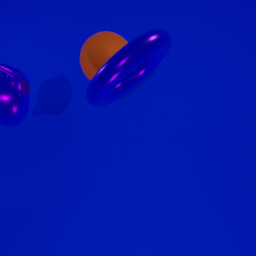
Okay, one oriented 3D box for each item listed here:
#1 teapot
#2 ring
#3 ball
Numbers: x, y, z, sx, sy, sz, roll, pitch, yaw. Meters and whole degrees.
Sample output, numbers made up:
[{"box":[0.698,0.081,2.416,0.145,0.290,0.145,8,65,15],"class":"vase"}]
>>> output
[{"box":[-2.472,-0.656,5.508,0.943,1.927,1.198,3,53,-30],"class":"teapot"},{"box":[0.016,-0.997,4.856,1.789,1.789,0.358,-39,87,-13],"class":"ring"},{"box":[-0.477,-1.536,6.279,1.185,1.185,1.185,0,70,0],"class":"ball"}]
